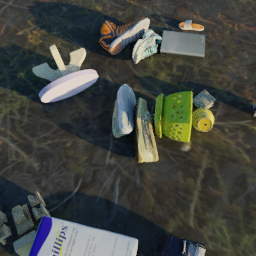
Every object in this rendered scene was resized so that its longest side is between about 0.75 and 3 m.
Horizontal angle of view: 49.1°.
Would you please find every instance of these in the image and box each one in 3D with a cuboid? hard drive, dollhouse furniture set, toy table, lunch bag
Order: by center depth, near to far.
[{"bbox_3d":[-3.122,3.178,8.693,1.545,1.094,1.682,-28,43,-16],"label":"dollhouse furniture set"},{"bbox_3d":[-2.511,-2.123,10.952,2.357,2.167,1.380,-22,78,-17],"label":"toy table"},{"bbox_3d":[2.980,-1.032,11.151,0.790,0.465,0.648,-33,66,-22],"label":"lunch bag"},{"bbox_3d":[2.501,-3.784,12.773,1.960,0.322,1.368,8,61,5],"label":"hard drive"}]

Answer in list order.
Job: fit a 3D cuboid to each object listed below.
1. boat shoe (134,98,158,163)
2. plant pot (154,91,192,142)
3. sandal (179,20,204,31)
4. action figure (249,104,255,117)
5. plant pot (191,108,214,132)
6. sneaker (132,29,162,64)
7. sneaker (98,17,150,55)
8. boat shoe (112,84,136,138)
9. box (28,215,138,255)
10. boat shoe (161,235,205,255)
[{"bbox_3d":[0.647,0.063,10.359,0.783,0.916,2.499,1,71,-5],"label":"boat shoe"},{"bbox_3d":[1.659,-0.412,10.305,1.297,1.422,1.429,2,60,9],"label":"plant pot"},{"bbox_3d":[3.060,-4.967,13.424,1.201,0.344,0.460,7,61,4],"label":"sandal"},{"bbox_3d":[5.374,-0.620,10.733,1.330,0.696,1.287,23,42,8],"label":"action figure"},{"bbox_3d":[2.781,-0.233,10.324,0.831,0.831,0.782,7,20,4],"label":"plant pot"},{"bbox_3d":[0.843,-3.560,12.401,0.879,0.790,2.036,26,64,11],"label":"sneaker"},{"bbox_3d":[-0.289,-4.555,12.827,2.566,0.995,1.437,-38,69,-19],"label":"sneaker"},{"bbox_3d":[-0.243,-0.714,10.786,0.747,0.866,2.407,-29,39,33],"label":"boat shoe"},{"bbox_3d":[-1.073,3.471,7.569,2.494,2.294,1.308,12,63,7],"label":"box"},{"bbox_3d":[1.311,4.340,7.953,1.168,0.941,2.519,18,54,15],"label":"boat shoe"}]
